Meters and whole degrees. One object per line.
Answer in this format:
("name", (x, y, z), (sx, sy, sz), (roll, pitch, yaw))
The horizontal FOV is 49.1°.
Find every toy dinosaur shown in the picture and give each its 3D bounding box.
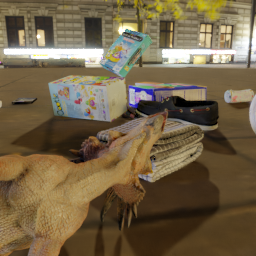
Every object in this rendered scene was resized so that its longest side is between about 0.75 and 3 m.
("toy dinosaur", (-0.925, 0.707, 2.608), (2.781, 1.194, 1.885), (-10, 4, 11))

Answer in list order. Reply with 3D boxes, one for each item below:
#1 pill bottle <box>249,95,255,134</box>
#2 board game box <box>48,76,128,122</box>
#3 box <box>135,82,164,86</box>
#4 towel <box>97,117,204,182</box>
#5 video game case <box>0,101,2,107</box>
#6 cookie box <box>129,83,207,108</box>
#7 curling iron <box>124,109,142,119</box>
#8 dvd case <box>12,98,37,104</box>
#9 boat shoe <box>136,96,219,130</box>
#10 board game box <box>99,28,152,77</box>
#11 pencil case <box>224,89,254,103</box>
("pill bottle", (3.950, -0.421, 6.154), (2.529, 1.428, 1.428), (-11, 18, -36))
("board game box", (-1.206, -0.958, 8.601), (2.094, 1.098, 1.078), (8, 26, 27))
("box", (1.018, -1.875, 13.453), (1.180, 0.575, 0.734), (12, 19, 39))
("towel", (0.386, 0.246, 5.029), (1.356, 0.701, 1.638), (13, 19, 43))
("video game case", (-5.623, -0.787, 8.926), (2.536, 0.279, 2.312), (8, 12, -14))
("cookie box", (1.395, -1.141, 10.105), (2.180, 0.819, 1.865), (-6, 14, -25))
("curling iron", (0.018, -0.542, 8.997), (0.438, 0.226, 1.767), (-14, 20, -27))
("dvd case", (-4.225, -1.117, 11.503), (0.773, 0.095, 1.084), (-1, 14, -7))
("boat shoe", (1.307, -0.559, 7.746), (2.413, 0.756, 0.883), (12, 27, 32))
("board game box", (-0.113, -2.657, 9.809), (1.223, 1.619, 0.380), (34, -4, 41))
("pencil case", (4.497, -1.303, 11.354), (1.162, 0.527, 0.483), (-3, 5, -15))
